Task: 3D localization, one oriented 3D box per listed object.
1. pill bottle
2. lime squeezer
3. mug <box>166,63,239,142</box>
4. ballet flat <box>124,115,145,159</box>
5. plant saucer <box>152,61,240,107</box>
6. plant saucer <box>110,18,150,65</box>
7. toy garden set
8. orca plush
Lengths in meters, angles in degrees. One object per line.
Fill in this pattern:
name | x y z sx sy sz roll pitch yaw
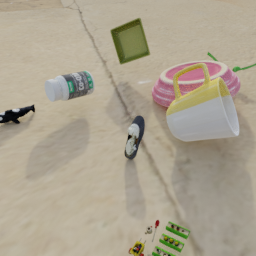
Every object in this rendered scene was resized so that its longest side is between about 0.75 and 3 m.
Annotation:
pill bottle | -1.850 -1.320 8.938 1.429 0.808 0.808 -21 40 -35
lime squeezer | 4.039 -2.397 10.831 2.054 0.388 0.726 12 78 12
mug | 1.960 -0.519 7.700 1.616 1.577 1.969 -18 55 31
ballet flat | 0.143 0.255 7.155 0.430 1.177 0.430 13 10 -2
plant saucer | 2.274 -1.626 9.672 2.990 0.758 2.990 -11 28 6
plant saucer | 0.146 -3.481 11.321 1.475 1.477 0.354 -10 13 33
toy garden set | 0.552 2.086 5.097 0.823 0.197 0.987 16 49 30
orca plush | -3.496 -0.334 8.810 1.277 0.454 0.672 -21 -3 -44
